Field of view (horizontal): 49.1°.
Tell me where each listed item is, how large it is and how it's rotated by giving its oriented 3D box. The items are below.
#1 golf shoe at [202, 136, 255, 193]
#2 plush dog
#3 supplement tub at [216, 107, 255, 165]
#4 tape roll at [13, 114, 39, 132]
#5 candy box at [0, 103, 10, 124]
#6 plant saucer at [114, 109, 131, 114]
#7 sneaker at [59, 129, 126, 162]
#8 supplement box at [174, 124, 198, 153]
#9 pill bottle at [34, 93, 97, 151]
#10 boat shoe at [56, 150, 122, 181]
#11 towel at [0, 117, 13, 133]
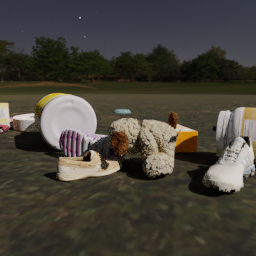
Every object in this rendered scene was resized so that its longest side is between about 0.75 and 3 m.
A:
[{"bbox_3d":[1.733,0.553,4.777,0.643,0.799,1.643,9,14,33],"label":"golf shoe"},{"bbox_3d":[0.240,0.174,5.431,1.278,1.194,1.488,11,10,-3],"label":"plush dog"},{"bbox_3d":[2.752,0.181,5.781,1.668,1.205,1.205,4,10,27],"label":"supplement tub"},{"bbox_3d":[-3.198,-0.255,10.992,2.523,0.461,2.523,-1,9,0],"label":"tape roll"},{"bbox_3d":[-5.437,-0.415,8.990,2.667,0.738,1.540,-6,5,-44],"label":"candy box"},{"bbox_3d":[-0.341,-1.003,16.723,1.056,0.190,1.056,0,9,0],"label":"plant saucer"},{"bbox_3d":[-0.740,0.406,6.319,1.683,0.677,0.744,10,7,20],"label":"sneaker"},{"bbox_3d":[1.086,0.249,7.447,0.948,0.553,1.504,-2,9,-12],"label":"supplement box"},{"bbox_3d":[-1.920,-0.278,8.033,1.433,1.433,2.575,-4,10,-23],"label":"pill bottle"},{"bbox_3d":[-0.685,0.646,5.220,1.312,0.454,0.484,-6,11,-35],"label":"boat shoe"},{"bbox_3d":[-5.406,-0.092,10.567,2.009,0.317,2.789,1,10,-8],"label":"towel"}]
